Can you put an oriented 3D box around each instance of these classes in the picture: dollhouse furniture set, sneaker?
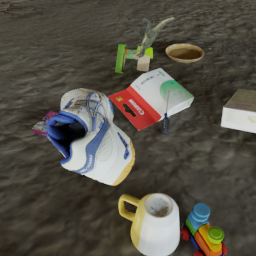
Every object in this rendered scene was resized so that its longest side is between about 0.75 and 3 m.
[{"bbox_3d":[0.313,-3.599,15.159,1.827,1.400,2.790,6,11,-2],"label":"dollhouse furniture set"},{"bbox_3d":[-0.974,-0.163,5.500,1.311,1.120,2.975,21,17,-37],"label":"sneaker"}]

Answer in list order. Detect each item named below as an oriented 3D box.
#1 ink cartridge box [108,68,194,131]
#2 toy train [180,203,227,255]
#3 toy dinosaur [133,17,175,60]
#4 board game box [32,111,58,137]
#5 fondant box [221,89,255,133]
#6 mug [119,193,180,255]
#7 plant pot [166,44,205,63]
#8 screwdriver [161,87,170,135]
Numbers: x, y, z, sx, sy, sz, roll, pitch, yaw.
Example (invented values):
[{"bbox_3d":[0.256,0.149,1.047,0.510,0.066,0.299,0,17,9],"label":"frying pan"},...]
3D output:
[{"bbox_3d":[0.988,-1.363,12.101,2.908,0.728,2.340,-23,56,-29],"label":"ink cartridge box"},{"bbox_3d":[2.113,2.893,6.871,0.843,1.152,1.990,-15,42,-16],"label":"toy train"},{"bbox_3d":[0.773,-3.735,11.025,0.936,2.125,0.504,39,20,-8],"label":"toy dinosaur"},{"bbox_3d":[-2.555,-0.007,11.084,2.079,0.336,1.248,14,37,17],"label":"board game box"},{"bbox_3d":[5.002,-0.692,10.852,2.009,0.811,2.784,13,29,29],"label":"fondant box"},{"bbox_3d":[0.588,2.412,7.291,1.666,1.368,1.334,-1,41,-1],"label":"mug"},{"bbox_3d":[3.295,-4.328,16.293,2.226,0.306,2.226,-1,40,1],"label":"plant pot"},{"bbox_3d":[1.547,-0.744,11.421,0.335,0.321,2.302,-24,47,39],"label":"screwdriver"}]
